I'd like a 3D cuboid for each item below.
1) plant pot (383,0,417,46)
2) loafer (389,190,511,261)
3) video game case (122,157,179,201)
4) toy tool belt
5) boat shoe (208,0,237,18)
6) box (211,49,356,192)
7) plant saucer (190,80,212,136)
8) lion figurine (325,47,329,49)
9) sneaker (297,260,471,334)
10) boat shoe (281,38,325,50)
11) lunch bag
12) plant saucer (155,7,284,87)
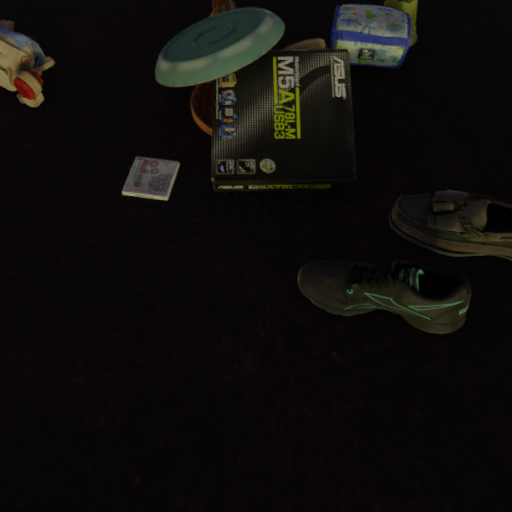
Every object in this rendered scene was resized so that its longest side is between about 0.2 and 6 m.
[{"bbox_3d":[2.903,-4.896,11.411,0.956,0.908,0.956,1,54,-1],"label":"plant pot"},{"bbox_3d":[3.501,-0.510,8.218,2.967,0.933,1.066,16,56,11],"label":"loafer"},{"bbox_3d":[-1.742,-1.296,9.306,0.759,0.099,0.834,8,54,5],"label":"video game case"},{"bbox_3d":[-4.444,-3.742,10.414,1.953,1.219,1.200,30,68,19],"label":"toy tool belt"},{"bbox_3d":[-0.715,-4.556,11.250,0.779,0.798,2.108,-12,54,-5],"label":"boat shoe"},{"bbox_3d":[0.431,-2.240,9.250,2.303,0.567,2.385,0,76,2],"label":"box"},{"bbox_3d":[-0.177,-2.741,10.218,2.015,0.325,2.015,-1,54,1],"label":"plant saucer"},{"bbox_3d":[1.402,-3.642,10.859,0.639,0.378,1.044,-31,54,-23],"label":"lion figurine"},{"bbox_3d":[1.735,0.353,7.622,2.338,0.926,0.881,10,56,9],"label":"sneaker"},{"bbox_3d":[0.412,-3.234,10.127,2.042,0.728,0.659,-28,90,-2],"label":"boat shoe"},{"bbox_3d":[2.121,-4.135,10.533,1.428,1.070,1.679,7,24,5],"label":"lunch bag"},{"bbox_3d":[-0.707,-3.737,9.781,2.441,0.334,2.441,-14,40,12],"label":"plant saucer"}]
